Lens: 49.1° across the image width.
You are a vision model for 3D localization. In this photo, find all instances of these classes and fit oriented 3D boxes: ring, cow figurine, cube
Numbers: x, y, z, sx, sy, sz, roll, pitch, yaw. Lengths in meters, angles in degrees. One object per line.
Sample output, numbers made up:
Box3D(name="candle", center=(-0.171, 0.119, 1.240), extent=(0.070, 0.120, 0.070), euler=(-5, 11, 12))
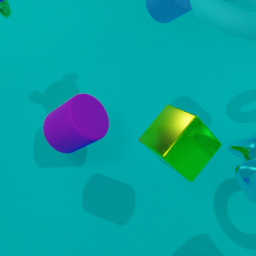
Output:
Box3D(name="ring", center=(1.634, -1.675, 3.910), extent=(1.558, 0.312, 1.558), euler=(6, 45, -6))
Box3D(name="cow figurine", center=(1.822, 0.364, 3.472), extent=(1.291, 1.270, 0.709), euler=(-32, 96, -10))
Box3D(name="cube", center=(0.752, 0.207, 4.114), extent=(0.728, 0.728, 0.728), euler=(-50, 31, -3))

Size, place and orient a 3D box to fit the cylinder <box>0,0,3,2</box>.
Box3D(name="cylinder", center=(-2.852, -2.888, 4.963), extent=(1.108, 1.108, 1.108), euler=(3, 60, -5))

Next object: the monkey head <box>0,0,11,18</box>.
Box3D(name="monkey head", center=(-3.001, -3.603, 6.351), extent=(1.385, 1.160, 1.926), euler=(12, 92, 20))

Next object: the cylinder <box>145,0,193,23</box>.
Box3D(name="cylinder", center=(0.965, -2.855, 6.098), extent=(0.880, 0.880, 0.880), euler=(0, 90, -28))

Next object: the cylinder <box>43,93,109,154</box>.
Box3D(name="cylinder", center=(-1.008, -0.069, 5.447), extent=(0.934, 0.934, 0.934), euler=(24, 55, -38))
